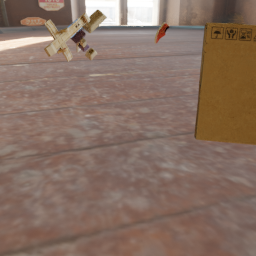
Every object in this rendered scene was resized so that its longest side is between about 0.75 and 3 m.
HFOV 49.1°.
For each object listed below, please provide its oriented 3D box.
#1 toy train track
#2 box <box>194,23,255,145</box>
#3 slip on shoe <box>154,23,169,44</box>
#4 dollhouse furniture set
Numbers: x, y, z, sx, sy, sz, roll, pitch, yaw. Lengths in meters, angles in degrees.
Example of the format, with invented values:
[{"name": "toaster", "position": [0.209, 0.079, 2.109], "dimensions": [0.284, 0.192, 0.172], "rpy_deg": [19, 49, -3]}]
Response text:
[{"name": "toy train track", "position": [-1.753, -2.957, 8.663], "dimensions": [0.369, 1.300, 2.267], "rpy_deg": [-1, 44, 36]}, {"name": "box", "position": [2.564, -0.708, 4.941], "dimensions": [2.582, 2.111, 0.275], "rpy_deg": [5, 4, 5]}, {"name": "slip on shoe", "position": [1.067, -3.005, 8.903], "dimensions": [0.237, 0.287, 0.775], "rpy_deg": [29, 78, 16]}, {"name": "dollhouse furniture set", "position": [-1.272, -3.353, 10.334], "dimensions": [1.629, 1.291, 1.156], "rpy_deg": [-47, 0, -11]}]
